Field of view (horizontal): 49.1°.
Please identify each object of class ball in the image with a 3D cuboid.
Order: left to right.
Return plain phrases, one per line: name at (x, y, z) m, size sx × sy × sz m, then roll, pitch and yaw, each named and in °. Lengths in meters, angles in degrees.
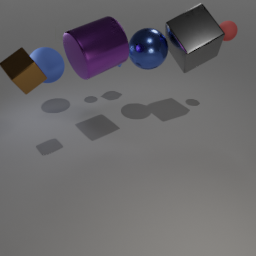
ball at (-3.239, -2.485, 11.129) m, size 1.400 × 1.400 × 1.400 m, roll 0°, pitch 32°, yaw 0°
ball at (0.694, -2.734, 9.722) m, size 1.400 × 1.400 × 1.400 m, roll 0°, pitch 32°, yaw 0°
ball at (3.548, -3.470, 10.026) m, size 0.700 × 0.700 × 0.700 m, roll 0°, pitch 32°, yaw 0°

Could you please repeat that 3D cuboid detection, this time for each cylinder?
cylinder at (-0.916, -2.294, 8.047) m, size 1.400 × 1.400 × 1.400 m, roll -30°, pitch 42°, yaw -23°

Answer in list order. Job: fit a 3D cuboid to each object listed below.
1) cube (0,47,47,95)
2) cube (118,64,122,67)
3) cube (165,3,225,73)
cube at (-2.603, -1.417, 7.007) m, size 0.700 × 0.700 × 0.700 m, roll -40°, pitch 65°, yaw -7°
cube at (-0.593, -3.138, 11.984) m, size 0.700 × 0.700 × 0.700 m, roll 29°, pitch 3°, yaw 31°
cube at (2.218, -3.022, 9.598) m, size 1.400 × 1.400 × 1.400 m, roll -29°, pitch 74°, yaw -1°
